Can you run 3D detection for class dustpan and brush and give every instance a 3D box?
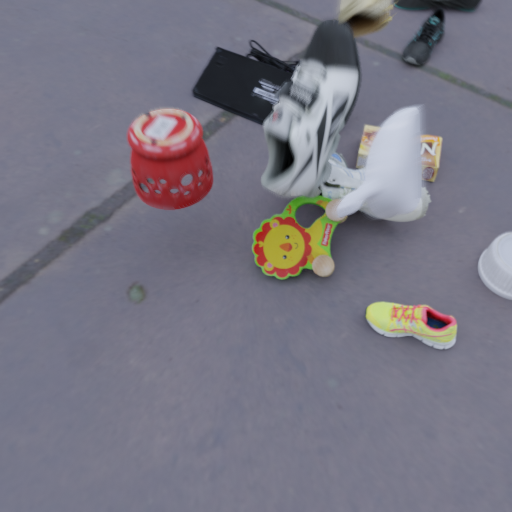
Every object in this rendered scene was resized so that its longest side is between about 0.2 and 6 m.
[{"bbox_3d":[1.800,-1.062,8.036,0.657,1.602,2.296,4,30,27],"label":"dustpan and brush"}]

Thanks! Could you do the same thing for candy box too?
[{"bbox_3d":[3.002,-2.164,11.783,1.648,0.456,0.952,13,54,9],"label":"candy box"}]

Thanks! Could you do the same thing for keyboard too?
[{"bbox_3d":[0.424,-3.792,13.075,3.616,0.716,1.882,27,81,17],"label":"keyboard"}]

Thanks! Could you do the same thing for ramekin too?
[{"bbox_3d":[4.651,0.135,9.967,1.208,0.634,1.208,0,53,0],"label":"ramekin"}]

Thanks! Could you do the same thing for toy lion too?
[{"bbox_3d":[0.734,-0.333,10.029,1.541,0.552,1.608,14,90,9],"label":"toy lion"}]

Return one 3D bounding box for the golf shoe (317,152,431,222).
[{"bbox_3d":[1.783,-1.171,10.537,2.790,1.092,1.356,23,39,27],"label":"golf shoe"}]

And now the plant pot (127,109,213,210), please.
[{"bbox_3d":[-1.373,-1.582,8.958,1.314,1.196,1.314,0,49,0],"label":"plant pot"}]

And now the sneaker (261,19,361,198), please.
[{"bbox_3d":[0.780,-2.302,8.916,1.273,2.876,1.066,-6,24,-44],"label":"sneaker"}]

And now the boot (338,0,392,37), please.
[{"bbox_3d":[2.310,-4.858,9.654,2.182,0.794,1.696,-13,62,42],"label":"boot"}]

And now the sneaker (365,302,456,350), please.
[{"bbox_3d":[2.584,1.021,9.273,1.533,0.692,0.599,12,56,11],"label":"sneaker"}]

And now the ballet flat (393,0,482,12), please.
[{"bbox_3d":[4.992,-7.246,15.307,2.394,0.819,0.814,2,64,3],"label":"ballet flat"}]

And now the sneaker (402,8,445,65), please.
[{"bbox_3d":[4.252,-5.545,14.133,0.716,0.753,1.899,25,59,16],"label":"sneaker"}]
